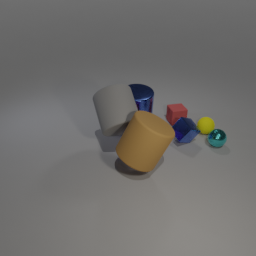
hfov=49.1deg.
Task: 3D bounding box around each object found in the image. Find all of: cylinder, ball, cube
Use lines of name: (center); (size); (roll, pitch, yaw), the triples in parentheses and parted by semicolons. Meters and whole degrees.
cylinder: (0.526, 0.402, 8.742); (1.400, 1.400, 1.400); (24, 24, -11)
ball: (3.191, -0.106, 11.479); (0.700, 0.700, 0.700); (0, 30, 0)
cylinder: (-0.387, -0.594, 9.730); (1.400, 1.400, 1.400); (-12, 73, -19)
cube: (2.142, -0.605, 12.336); (0.700, 0.700, 0.700); (-7, 31, -12)
cylinder: (0.384, -0.977, 12.108); (1.400, 1.400, 1.400); (1, 38, -1)
cube: (2.198, 0.081, 10.737); (0.700, 0.700, 0.700); (6, 42, -46)
ball: (3.392, 0.377, 10.649); (0.700, 0.700, 0.700); (0, 30, 0)
